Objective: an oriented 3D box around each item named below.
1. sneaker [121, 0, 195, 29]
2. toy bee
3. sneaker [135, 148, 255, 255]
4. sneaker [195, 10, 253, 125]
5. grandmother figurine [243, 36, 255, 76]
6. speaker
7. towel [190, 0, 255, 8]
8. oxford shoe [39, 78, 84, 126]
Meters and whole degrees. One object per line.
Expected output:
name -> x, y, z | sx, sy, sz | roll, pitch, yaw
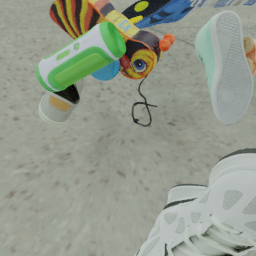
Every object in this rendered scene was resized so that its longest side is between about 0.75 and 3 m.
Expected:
sneaker -> 0.999, -3.290, 8.040 | 2.765, 1.084, 0.911 | -29, 53, 2
toy bee -> 0.027, -1.581, 5.304 | 2.911, 1.582, 1.906 | 32, 49, -30
sneaker -> 0.774, 1.229, 2.664 | 0.994, 2.634, 1.516 | 36, 64, 2
sneaker -> 0.913, -0.565, 2.774 | 0.373, 1.015, 0.599 | -7, 9, -3
grandmother figurine -> 2.981, -1.243, 5.171 | 2.102, 1.275, 0.637 | 4, 7, -16
speaker -> -0.681, -0.976, 3.960 | 1.275, 0.564, 0.564 | -23, 41, 23
towel -> 2.675, -3.317, 6.167 | 2.371, 1.742, 0.282 | -18, 80, -33
oxford shoe -> -1.414, -1.089, 6.538 | 0.958, 0.736, 2.548 | 27, 36, -20
